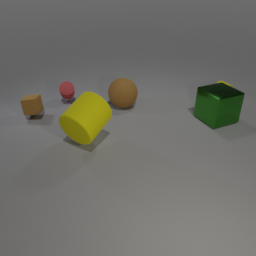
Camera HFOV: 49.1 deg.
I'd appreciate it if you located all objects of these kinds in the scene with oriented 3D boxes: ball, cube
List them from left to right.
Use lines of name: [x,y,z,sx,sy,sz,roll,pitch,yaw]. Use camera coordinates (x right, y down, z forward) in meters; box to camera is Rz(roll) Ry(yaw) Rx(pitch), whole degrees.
cube: [-4.191,-1.024,12.268,0.700,0.700,0.700,-6,24,2]
ball: [-0.241,-1.661,13.202,1.400,1.400,1.400,0,31,0]
cube: [3.885,-1.003,12.089,1.400,1.400,1.400,-13,33,-22]

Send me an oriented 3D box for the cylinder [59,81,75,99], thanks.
cylinder: [-2.944,-1.817,13.543,0.700,0.700,0.700,-6,-8,-10]

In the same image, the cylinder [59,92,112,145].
cylinder: [-1.518,-0.358,10.117,1.400,1.400,1.400,18,53,27]

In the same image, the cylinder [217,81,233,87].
cylinder: [4.933,-2.006,14.478,0.700,0.700,0.700,-13,33,-21]
